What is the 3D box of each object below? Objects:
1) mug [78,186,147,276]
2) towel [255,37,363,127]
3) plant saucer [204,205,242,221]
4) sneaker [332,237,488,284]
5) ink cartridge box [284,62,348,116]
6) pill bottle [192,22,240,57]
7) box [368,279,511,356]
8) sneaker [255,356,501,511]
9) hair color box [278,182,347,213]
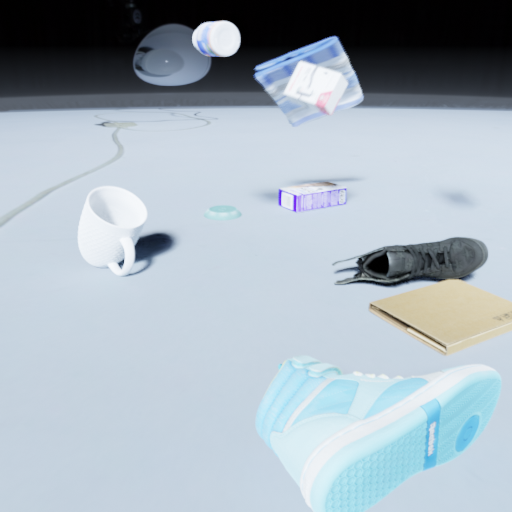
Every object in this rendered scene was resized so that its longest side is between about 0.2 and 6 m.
[{"bbox_3d":[-2.609,-0.303,10.167,1.082,1.285,1.466,-10,54,-41],"label":"mug"},{"bbox_3d":[1.234,-3.716,12.337,1.877,0.304,2.556,-16,-18,18],"label":"towel"},{"bbox_3d":[-0.818,-1.074,13.684,0.935,0.168,0.935,0,21,0],"label":"plant saucer"},{"bbox_3d":[2.555,0.132,9.428,2.330,0.700,1.215,-5,3,39],"label":"sneaker"},{"bbox_3d":[1.124,-3.196,10.678,0.982,0.715,0.416,28,2,31],"label":"ink cartridge box"},{"bbox_3d":[-0.695,-3.554,9.203,0.528,0.528,0.942,-11,22,-26],"label":"pill bottle"},{"bbox_3d":[2.966,0.857,8.548,1.932,0.205,1.579,-12,24,-28],"label":"box"},{"bbox_3d":[1.172,1.454,5.839,2.615,1.040,1.707,-12,25,-31],"label":"sneaker"},{"bbox_3d":[1.456,-1.533,14.427,1.579,0.512,0.863,-10,23,-30],"label":"hair color box"}]
